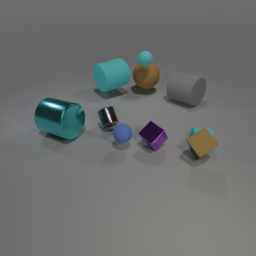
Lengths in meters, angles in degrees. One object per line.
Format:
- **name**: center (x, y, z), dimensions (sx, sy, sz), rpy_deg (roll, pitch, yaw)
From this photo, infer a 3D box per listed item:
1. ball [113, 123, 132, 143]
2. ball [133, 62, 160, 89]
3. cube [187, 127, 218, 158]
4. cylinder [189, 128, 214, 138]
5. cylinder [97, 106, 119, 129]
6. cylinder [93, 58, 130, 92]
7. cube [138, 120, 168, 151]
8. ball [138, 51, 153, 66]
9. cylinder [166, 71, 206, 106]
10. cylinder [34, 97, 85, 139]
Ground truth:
- **ball**: center (-0.193, 0.181, 9.995), dimensions (0.700, 0.700, 0.700), rpy_deg (0, 30, 0)
- **ball**: center (0.952, -2.745, 14.532), dimensions (1.400, 1.400, 1.400), rpy_deg (0, 30, 0)
- **cube**: center (2.443, 0.465, 9.128), dimensions (0.700, 0.700, 0.700), rpy_deg (55, 15, 12)
- **cylinder**: center (2.678, 0.351, 10.232), dimensions (0.700, 0.700, 0.700), rpy_deg (3, 30, -4)
- **cylinder**: center (-0.804, -0.428, 11.386), dimensions (0.700, 0.700, 0.700), rpy_deg (-16, 76, -25)
- **cylinder**: center (-0.833, -2.675, 14.141), dimensions (1.400, 1.400, 1.400), rpy_deg (-23, 37, -29)
- **cube**: center (0.923, 0.283, 10.157), dimensions (0.700, 0.700, 0.700), rpy_deg (-46, 60, -6)
- **ball**: center (0.806, -3.271, 13.213), dimensions (0.700, 0.700, 0.700), rpy_deg (0, 30, 0)
- **cylinder**: center (2.828, -1.917, 13.591), dimensions (1.400, 1.400, 1.400), rpy_deg (24, 38, 38)
- **cylinder**: center (-2.621, -0.387, 10.838), dimensions (1.400, 1.400, 1.400), rpy_deg (14, 33, 29)
